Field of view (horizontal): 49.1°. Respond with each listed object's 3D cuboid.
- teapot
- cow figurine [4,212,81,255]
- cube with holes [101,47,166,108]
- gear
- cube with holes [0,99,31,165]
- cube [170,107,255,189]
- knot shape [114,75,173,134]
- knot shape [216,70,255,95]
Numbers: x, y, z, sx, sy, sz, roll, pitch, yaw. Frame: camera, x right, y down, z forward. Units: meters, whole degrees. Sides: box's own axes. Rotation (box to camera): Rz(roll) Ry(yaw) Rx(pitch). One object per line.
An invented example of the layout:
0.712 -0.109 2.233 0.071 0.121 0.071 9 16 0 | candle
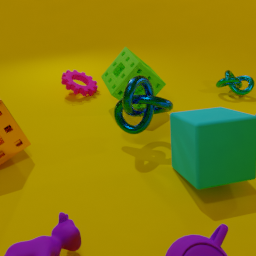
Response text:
0.974 2.028 3.864 0.997 0.785 1.604 33 65 13 | teapot
-1.288 1.821 4.258 1.119 0.614 1.101 -5 25 -2 | cow figurine
0.151 -1.567 9.203 1.302 1.302 1.302 30 20 -37 | cube with holes
-1.845 -1.731 10.698 1.374 0.254 1.374 19 34 -14 | gear
-3.477 0.012 6.637 1.391 1.391 1.391 -37 43 -21 | cube with holes
1.809 0.359 6.128 1.356 1.356 1.356 -7 14 -12 | cube
0.265 -0.485 7.192 1.550 1.451 0.716 29 28 -34 | knot shape
4.069 -1.683 10.487 1.249 0.617 1.334 28 35 32 | knot shape
